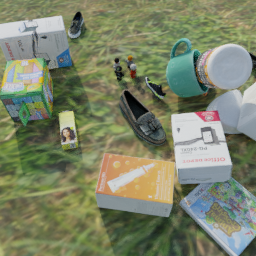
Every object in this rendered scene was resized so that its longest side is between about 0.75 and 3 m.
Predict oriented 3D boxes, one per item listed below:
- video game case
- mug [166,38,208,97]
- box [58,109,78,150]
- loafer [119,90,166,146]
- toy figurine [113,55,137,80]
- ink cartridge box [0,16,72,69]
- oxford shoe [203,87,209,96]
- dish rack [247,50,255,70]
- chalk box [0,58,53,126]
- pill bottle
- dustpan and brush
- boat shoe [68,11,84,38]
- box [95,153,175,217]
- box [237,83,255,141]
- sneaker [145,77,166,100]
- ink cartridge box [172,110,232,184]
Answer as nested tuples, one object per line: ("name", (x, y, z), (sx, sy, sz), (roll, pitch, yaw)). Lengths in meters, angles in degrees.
("video game case", (2.971, 2.449, 8.489), (1.918, 0.232, 2.106), (-35, 61, -23))
("mug", (2.231, -2.210, 10.901), (1.258, 1.671, 2.034), (-12, 75, 33))
("box", (-2.176, 0.035, 10.190), (0.572, 0.381, 1.519), (-11, 54, -8))
("loafer", (0.463, -0.419, 10.260), (0.910, 0.797, 2.533), (-30, 59, -20))
("toy figurine", (-0.136, -2.601, 11.956), (0.978, 0.680, 0.963), (-9, 54, -6))
("ink cartridge box", (-3.850, -3.454, 11.818), (2.594, 1.900, 1.114), (-13, 55, -9))
("oxford shoe", (3.316, -1.807, 11.537), (0.448, 0.438, 1.230), (12, 55, 0))
("dish rack", (6.239, -3.125, 12.439), (2.005, 0.547, 1.538), (-32, 60, -22))
("chalk box", (-3.702, -1.227, 10.439), (1.491, 1.498, 2.408), (-7, 55, -4))
("pill bottle", (3.131, -2.073, 9.728), (1.412, 1.412, 2.426), (-2, 10, -1))
("dustpan and brush", (3.289, -0.417, 10.422), (2.454, 0.702, 1.713), (-11, 68, -17))
("boat shoe", (-2.616, -5.167, 13.974), (0.592, 0.489, 1.726), (5, 54, 3))
("box", (0.246, 1.726, 8.499), (2.194, 1.069, 1.365), (7, 54, 5))
("box", (4.941, -0.529, 9.862), (1.543, 1.078, 2.027), (30, 56, -6))
("sneaker", (1.135, -1.635, 11.198), (0.476, 0.412, 1.149), (-38, 82, 21))
("ink cartridge box", (2.346, 0.598, 9.223), (1.628, 0.934, 2.241), (-5, 50, 7))
